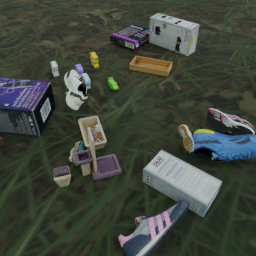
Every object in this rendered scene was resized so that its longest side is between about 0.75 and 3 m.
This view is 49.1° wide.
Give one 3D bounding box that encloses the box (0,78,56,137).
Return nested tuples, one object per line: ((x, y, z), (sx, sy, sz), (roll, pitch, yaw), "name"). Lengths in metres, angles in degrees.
((-4.115, -0.787, 10.147), (2.411, 1.257, 1.784), (5, 43, 5), "box")

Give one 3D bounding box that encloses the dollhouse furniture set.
((-1.502, 0.157, 8.695), (2.000, 1.792, 2.524), (-12, 43, -13), "dollhouse furniture set")

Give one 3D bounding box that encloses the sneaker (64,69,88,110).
((-1.759, -1.460, 9.856), (0.740, 0.682, 1.851), (-36, 48, 24), "sneaker")

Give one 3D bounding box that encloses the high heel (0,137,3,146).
((-5.209, 0.779, 8.709), (1.198, 0.840, 2.491), (23, 31, 10), "high heel")

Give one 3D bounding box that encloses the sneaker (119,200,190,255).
((0.685, 2.365, 7.026), (0.867, 0.741, 2.113), (36, 52, 29), "sneaker")

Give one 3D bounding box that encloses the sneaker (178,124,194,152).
((1.906, 0.306, 8.790), (0.396, 0.342, 0.904), (1, 69, -54), "sneaker")

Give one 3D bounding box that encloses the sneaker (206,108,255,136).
((3.679, -0.164, 10.014), (1.822, 0.732, 0.787), (36, 40, 24), "sneaker")

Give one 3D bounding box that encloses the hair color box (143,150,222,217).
((1.516, 1.533, 8.054), (1.998, 0.606, 0.989), (28, 49, 26), "hair color box")

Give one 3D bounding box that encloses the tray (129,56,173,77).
((1.084, -2.920, 13.227), (1.841, 0.341, 0.908), (14, 44, 16), "tray")

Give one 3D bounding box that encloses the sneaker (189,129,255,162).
((3.207, 0.729, 8.700), (2.611, 0.861, 1.024), (8, 49, 21), "sneaker")

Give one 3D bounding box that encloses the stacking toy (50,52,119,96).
((-1.979, -2.326, 12.317), (2.167, 0.675, 2.874), (-18, 46, -19), "stacking toy")

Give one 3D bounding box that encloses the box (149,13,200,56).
((2.334, -4.893, 14.573), (2.516, 1.467, 0.756), (29, 49, 27), "box")

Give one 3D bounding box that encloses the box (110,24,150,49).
((0.327, -5.085, 15.467), (1.629, 0.411, 2.279), (27, 47, 24), "box")

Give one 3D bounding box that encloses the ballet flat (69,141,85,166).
((-1.679, 0.857, 9.049), (0.429, 0.386, 1.139), (-17, 34, 15), "ballet flat")
